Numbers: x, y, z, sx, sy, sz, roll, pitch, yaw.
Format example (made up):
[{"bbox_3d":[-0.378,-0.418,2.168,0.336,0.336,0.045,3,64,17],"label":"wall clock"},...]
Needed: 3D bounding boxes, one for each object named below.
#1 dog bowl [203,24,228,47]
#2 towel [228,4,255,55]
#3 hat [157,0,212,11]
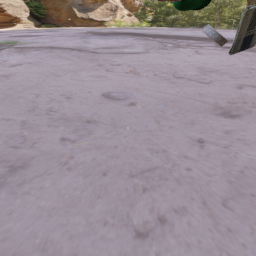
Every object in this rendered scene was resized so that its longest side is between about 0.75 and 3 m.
[{"bbox_3d":[2.502,-2.664,8.093,0.831,0.244,0.831,32,23,-16],"label":"dog bowl"},{"bbox_3d":[3.942,-3.255,9.118,1.533,1.592,0.275,-24,50,-31],"label":"towel"},{"bbox_3d":[1.605,-3.536,8.163,1.481,1.227,1.303,19,68,3],"label":"hat"}]
